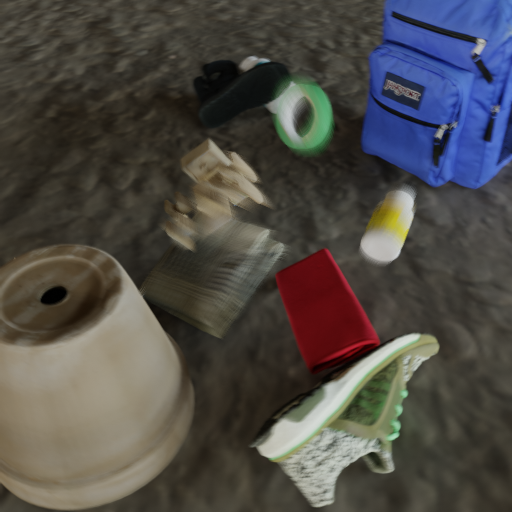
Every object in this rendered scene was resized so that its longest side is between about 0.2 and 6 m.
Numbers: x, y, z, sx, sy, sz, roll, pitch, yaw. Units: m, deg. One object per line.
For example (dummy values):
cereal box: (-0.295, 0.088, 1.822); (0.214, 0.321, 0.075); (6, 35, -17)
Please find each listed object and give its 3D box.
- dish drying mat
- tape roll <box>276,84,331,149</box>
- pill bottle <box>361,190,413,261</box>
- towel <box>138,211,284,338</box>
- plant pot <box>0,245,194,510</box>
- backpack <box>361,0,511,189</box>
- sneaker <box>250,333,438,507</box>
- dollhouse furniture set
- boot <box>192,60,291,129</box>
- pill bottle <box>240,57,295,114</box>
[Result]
dish drying mat: (0.961, 0.734, 8.404); (1.032, 0.244, 2.687); (-28, 26, 6)
tape roll: (0.809, -2.431, 9.800); (0.262, 1.088, 1.088); (-8, 37, -43)
pill bottle: (1.959, -0.466, 8.248); (0.565, 0.565, 1.005); (17, 58, 18)
towel: (-0.770, 0.183, 8.981); (1.960, 0.338, 1.887); (21, 65, 35)
plant pot: (-2.215, 1.258, 6.907); (2.762, 2.396, 2.762); (1, 42, -1)
backpack: (3.961, -3.652, 11.112); (3.267, 4.021, 3.374); (32, 51, 29)
sneaker: (1.410, 2.082, 7.276); (3.066, 1.179, 1.358); (-26, 79, -29)
dollhouse furniture set: (-0.634, -0.989, 9.345); (1.482, 1.050, 1.614); (-32, 44, 20)
boot: (-0.455, -4.333, 13.738); (2.443, 0.933, 2.053); (-27, 42, 14)
pill bottle: (0.255, -4.343, 14.043); (0.873, 0.873, 1.576); (-27, 61, -27)
